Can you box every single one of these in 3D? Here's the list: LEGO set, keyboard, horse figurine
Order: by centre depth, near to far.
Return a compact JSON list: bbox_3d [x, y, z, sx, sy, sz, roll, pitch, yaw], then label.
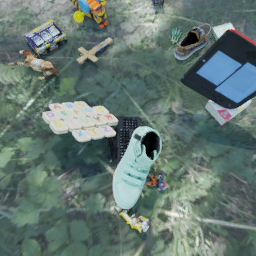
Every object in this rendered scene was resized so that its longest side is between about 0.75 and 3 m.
[{"bbox_3d":[0.203,3.014,9.585,1.378,0.634,0.513,28,52,35],"label":"LEGO set"},{"bbox_3d":[-0.114,0.795,10.471,1.455,0.554,2.796,-2,67,-1],"label":"keyboard"},{"bbox_3d":[-3.777,-2.596,11.631,2.221,0.554,1.472,22,28,8],"label":"horse figurine"}]

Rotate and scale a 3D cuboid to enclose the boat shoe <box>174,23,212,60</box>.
[{"bbox_3d":[2.969,-3.908,12.237,0.827,0.828,2.289,38,73,14],"label":"boat shoe"}]

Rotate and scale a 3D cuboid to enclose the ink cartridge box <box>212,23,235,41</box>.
[{"bbox_3d":[4.443,-4.074,12.608,0.931,0.307,1.279,-16,67,-7],"label":"ink cartridge box"}]

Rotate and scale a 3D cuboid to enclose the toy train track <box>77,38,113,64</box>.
[{"bbox_3d":[-1.434,-3.355,12.331,1.098,0.312,1.915,40,67,22],"label":"toy train track"}]

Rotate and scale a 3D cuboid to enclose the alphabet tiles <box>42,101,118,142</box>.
[{"bbox_3d":[-1.670,-0.345,10.126,2.546,0.186,2.490,-10,38,-37],"label":"alphabet tiles"}]

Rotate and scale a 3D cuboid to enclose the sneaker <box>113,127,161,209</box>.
[{"bbox_3d":[0.252,1.310,9.033,1.064,1.706,2.892,16,86,-7],"label":"sneaker"}]

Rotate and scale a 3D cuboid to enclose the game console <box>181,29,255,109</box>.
[{"bbox_3d":[3.474,-1.789,9.440,2.434,2.752,0.427,24,56,-13],"label":"game console"}]

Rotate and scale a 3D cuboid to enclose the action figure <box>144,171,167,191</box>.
[{"bbox_3d":[1.025,1.908,10.101,0.894,0.483,0.924,31,36,-3],"label":"action figure"}]

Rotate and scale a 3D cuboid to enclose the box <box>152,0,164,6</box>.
[{"bbox_3d":[1.431,-6.381,13.183,0.503,0.963,0.713,-8,68,-3],"label":"box"}]

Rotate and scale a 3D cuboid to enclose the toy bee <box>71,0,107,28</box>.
[{"bbox_3d":[-1.615,-5.268,12.673,1.782,1.480,2.722,-27,45,-2],"label":"toy bee"}]

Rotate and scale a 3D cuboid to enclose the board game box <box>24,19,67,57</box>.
[{"bbox_3d":[-3.663,-4.017,12.512,1.468,0.416,1.214,-36,70,-14],"label":"board game box"}]

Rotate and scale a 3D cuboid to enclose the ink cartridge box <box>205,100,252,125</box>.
[{"bbox_3d":[3.986,-0.942,11.144,1.413,0.589,1.025,-33,71,-13],"label":"ink cartridge box"}]

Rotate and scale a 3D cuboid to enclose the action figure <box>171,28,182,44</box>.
[{"bbox_3d":[2.155,-4.123,12.674,0.482,0.223,0.815,18,72,4],"label":"action figure"}]
